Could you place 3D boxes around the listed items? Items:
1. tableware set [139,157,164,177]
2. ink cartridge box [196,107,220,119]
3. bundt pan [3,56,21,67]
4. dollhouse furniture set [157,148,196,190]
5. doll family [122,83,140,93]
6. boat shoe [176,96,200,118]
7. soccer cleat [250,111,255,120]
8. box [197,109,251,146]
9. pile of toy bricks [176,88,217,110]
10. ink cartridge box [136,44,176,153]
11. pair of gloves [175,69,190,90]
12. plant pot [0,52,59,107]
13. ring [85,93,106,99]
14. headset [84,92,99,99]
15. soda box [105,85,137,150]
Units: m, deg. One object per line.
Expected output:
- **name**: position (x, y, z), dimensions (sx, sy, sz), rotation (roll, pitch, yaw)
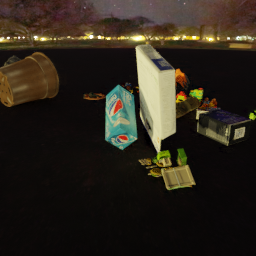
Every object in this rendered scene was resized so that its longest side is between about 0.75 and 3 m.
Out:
- **tableware set**: position (0.892, 1.192, 8.323), dimensions (0.808, 0.184, 1.199), rotation (-7, 20, -25)
- **ink cartridge box**: position (3.715, -0.704, 12.943), dimensions (1.036, 0.434, 0.910), rotation (4, 20, 13)
- **bundt pan**: position (-6.751, -3.015, 16.714), dimensions (0.907, 2.416, 2.416), rotation (24, 20, -7)
- **dollhouse furniture set**: position (1.336, 1.277, 7.917), dimensions (0.805, 0.617, 1.229), rotation (-10, 49, -3)
- **doll family**: position (0.562, -2.469, 17.377), dimensions (1.848, 0.725, 1.068), rotation (-5, 25, 2)
- **boat shoe**: position (2.328, -0.820, 12.995), dimensions (2.110, 0.759, 0.713), rotation (-20, -15, -18)
- **soccer cleat**: position (5.884, -0.627, 12.851), dimensions (0.876, 0.355, 0.296), rotation (-17, 27, -38)
- **box**: position (3.632, -0.071, 10.703), dimensions (1.170, 0.825, 1.581), rotation (-13, 25, -29)
- **pile of toy bricks**: position (3.582, -1.549, 14.353), dimensions (2.067, 1.020, 1.146), rotation (15, 25, 34)
- **ink cartridge box**: position (0.911, -1.038, 9.501), dimensions (0.588, 2.898, 2.893), rotation (-9, 32, -7)
- **pair of gloves**: position (1.771, -1.679, 11.534), dimensions (1.560, 0.193, 1.390), rotation (-34, 39, 17)
- **plant pot**: position (-5.566, -2.477, 15.045), dimensions (2.639, 2.639, 2.613), rotation (17, 34, 37)
- **ring**: position (-1.967, -1.914, 16.607), dimensions (1.312, 0.126, 1.312), rotation (1, 21, 0)
- **headset**: position (-2.126, -1.850, 16.239), dimensions (0.872, 0.410, 0.538), rotation (7, 3, -12)
- **soda box**: position (-0.267, -0.439, 10.043), dimensions (0.809, 0.765, 2.384), rotation (32, 34, -30)
